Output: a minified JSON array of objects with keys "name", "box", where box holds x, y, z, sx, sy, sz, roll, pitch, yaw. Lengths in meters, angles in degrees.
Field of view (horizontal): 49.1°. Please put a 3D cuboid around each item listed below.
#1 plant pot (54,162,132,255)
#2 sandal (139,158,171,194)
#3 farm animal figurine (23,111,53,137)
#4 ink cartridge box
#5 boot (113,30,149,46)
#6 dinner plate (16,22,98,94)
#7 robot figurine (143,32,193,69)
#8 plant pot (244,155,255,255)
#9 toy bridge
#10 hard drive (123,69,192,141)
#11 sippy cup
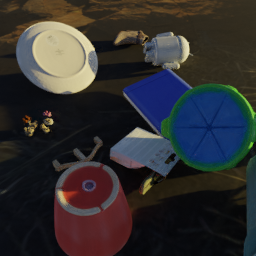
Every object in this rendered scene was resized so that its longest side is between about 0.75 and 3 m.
[{"name":"plant pot","box":[-0.791,1.691,6.031,1.789,1.583,1.789,0,43,0]},{"name":"sandal","box":[0.761,1.278,7.231,0.359,0.499,1.258,24,55,31]},{"name":"farm animal figurine","box":[-2.782,-0.097,8.735,0.881,0.443,0.711,-11,64,-15]},{"name":"ink cartridge box","box":[0.575,0.702,7.716,1.697,0.425,1.376,26,40,25]},{"name":"boot","box":[0.183,-3.992,12.640,1.121,0.539,1.533,26,52,20]},{"name":"dinner plate","box":[-2.480,-2.662,10.215,2.966,0.360,2.966,9,68,-22]},{"name":"robot figurine","box":[1.612,-3.125,11.306,1.939,1.095,1.644,-6,78,-6]},{"name":"plant pot","box":[3.490,1.735,5.368,2.748,2.748,2.692,10,38,10]},{"name":"toy bridge","box":[-1.352,0.797,7.920,1.571,0.214,0.528,-31,52,-28]},{"name":"hard drive","box":[1.400,-0.767,9.234,1.974,0.380,2.993,-26,50,-14]},{"name":"sippy cup","box":[2.304,0.014,7.034,2.609,2.049,1.912,41,20,29]}]
